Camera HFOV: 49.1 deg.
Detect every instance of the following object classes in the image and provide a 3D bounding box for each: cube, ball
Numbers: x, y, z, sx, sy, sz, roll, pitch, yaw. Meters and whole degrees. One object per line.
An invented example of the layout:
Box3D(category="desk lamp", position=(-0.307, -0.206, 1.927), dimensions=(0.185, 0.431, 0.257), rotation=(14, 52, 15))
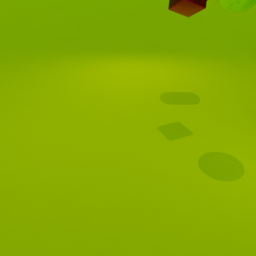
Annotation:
Box3D(category="cube", position=(1.792, -3.928, 8.344), dimensions=(0.812, 0.812, 0.812), rotation=(8, -4, -27))
Box3D(category="ball", position=(2.698, -3.382, 6.759), dimensions=(1.101, 1.101, 1.101), rotation=(0, 28, 0))
